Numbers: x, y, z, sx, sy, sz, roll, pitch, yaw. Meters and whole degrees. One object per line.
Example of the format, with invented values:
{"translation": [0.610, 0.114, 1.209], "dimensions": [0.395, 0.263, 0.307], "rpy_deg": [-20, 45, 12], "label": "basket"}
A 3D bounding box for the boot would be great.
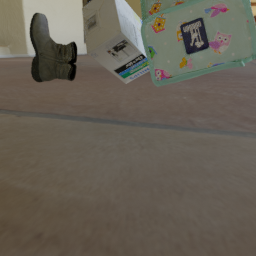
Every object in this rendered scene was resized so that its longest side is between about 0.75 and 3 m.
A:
{"translation": [-1.819, -2.065, 7.149], "dimensions": [1.211, 1.853, 0.628], "rpy_deg": [-3, -1, 20], "label": "boot"}

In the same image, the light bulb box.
{"translation": [-0.251, -2.754, 8.574], "dimensions": [1.224, 1.944, 1.961], "rpy_deg": [-24, -31, 26], "label": "light bulb box"}

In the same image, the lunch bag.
{"translation": [1.574, -2.384, 6.443], "dimensions": [2.383, 2.797, 1.705], "rpy_deg": [-12, -31, 23], "label": "lunch bag"}
